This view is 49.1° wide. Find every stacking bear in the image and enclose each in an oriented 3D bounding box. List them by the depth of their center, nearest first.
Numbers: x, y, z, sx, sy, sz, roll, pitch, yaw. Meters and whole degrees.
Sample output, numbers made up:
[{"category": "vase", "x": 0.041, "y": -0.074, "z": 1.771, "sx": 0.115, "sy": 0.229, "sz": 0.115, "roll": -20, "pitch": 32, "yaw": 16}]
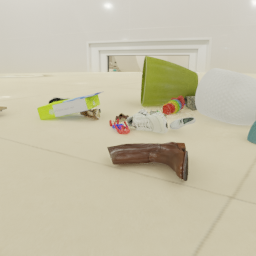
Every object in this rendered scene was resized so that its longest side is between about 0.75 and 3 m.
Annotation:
[{"category": "stacking bear", "x": 2.182, "y": -1.050, "z": 13.891, "sx": 0.780, "sy": 0.730, "sz": 1.284, "roll": -12, "pitch": 12, "yaw": 47}]

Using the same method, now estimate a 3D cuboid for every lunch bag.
[{"category": "lunch bag", "x": 3.691, "y": -1.394, "z": 15.169, "sx": 0.974, "sy": 0.698, "sz": 1.188, "roll": -3, "pitch": 20, "yaw": -12}]

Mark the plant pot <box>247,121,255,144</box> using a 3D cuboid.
[{"category": "plant pot", "x": 4.712, "y": 0.029, "z": 9.335, "sx": 1.297, "sy": 0.874, "sz": 1.297, "roll": 0, "pitch": 14, "yaw": 0}]

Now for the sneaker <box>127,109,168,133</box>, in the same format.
[{"category": "sneaker", "x": 0.708, "y": -0.167, "z": 10.523, "sx": 0.886, "sy": 0.822, "sz": 2.187, "roll": -18, "pitch": 16, "yaw": -23}]

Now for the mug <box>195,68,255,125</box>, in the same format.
[{"category": "mug", "x": 4.750, "y": -1.289, "z": 11.787, "sx": 2.896, "sy": 2.138, "sz": 2.539, "roll": -17, "pitch": 29, "yaw": -35}]

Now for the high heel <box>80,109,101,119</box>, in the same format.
[{"category": "high heel", "x": -1.770, "y": -0.611, "z": 12.738, "sx": 0.987, "sy": 0.494, "sz": 1.384, "roll": -7, "pitch": 13, "yaw": 1}]

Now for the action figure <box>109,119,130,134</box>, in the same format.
[{"category": "action figure", "x": -0.298, "y": -0.062, "z": 10.725, "sx": 0.519, "sy": 0.410, "sz": 1.586, "roll": -3, "pitch": 17, "yaw": -21}]

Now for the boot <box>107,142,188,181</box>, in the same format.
[{"category": "boot", "x": 0.421, "y": 0.785, "z": 6.944, "sx": 2.055, "sy": 0.660, "sz": 1.915, "roll": 1, "pitch": 10, "yaw": 6}]

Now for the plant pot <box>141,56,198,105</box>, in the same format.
[{"category": "plant pot", "x": 2.338, "y": -2.561, "z": 15.900, "sx": 2.983, "sy": 2.792, "sz": 2.792, "roll": 4, "pitch": 14, "yaw": -1}]

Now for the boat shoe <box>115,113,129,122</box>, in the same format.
[{"category": "boat shoe", "x": -0.248, "y": -0.499, "z": 12.420, "sx": 0.338, "sy": 0.337, "sz": 0.937, "roll": 11, "pitch": 18, "yaw": 36}]

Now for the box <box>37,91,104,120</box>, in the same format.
[{"category": "box", "x": -2.530, "y": -1.047, "z": 12.843, "sx": 2.706, "sy": 0.645, "sz": 1.650, "roll": -10, "pitch": 12, "yaw": 15}]

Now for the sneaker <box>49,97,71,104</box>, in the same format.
[{"category": "sneaker", "x": -3.665, "y": -1.415, "z": 15.626, "sx": 1.458, "sy": 0.552, "sz": 0.638, "roll": -11, "pitch": 23, "yaw": -35}]

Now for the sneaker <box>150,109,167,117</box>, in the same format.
[{"category": "sneaker", "x": 1.385, "y": -0.676, "z": 13.000, "sx": 0.873, "sy": 0.387, "sz": 0.336, "roll": 3, "pitch": 15, "yaw": 13}]

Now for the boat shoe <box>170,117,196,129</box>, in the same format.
[{"category": "boat shoe", "x": 1.990, "y": -0.232, "z": 10.320, "sx": 0.978, "sy": 0.360, "sz": 0.326, "roll": -21, "pitch": -20, "yaw": 11}]

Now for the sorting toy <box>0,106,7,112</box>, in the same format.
[{"category": "sorting toy", "x": -6.556, "y": -0.701, "z": 13.023, "sx": 1.206, "sy": 0.423, "sz": 2.501, "roll": 3, "pitch": 14, "yaw": 13}]
